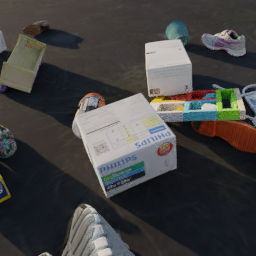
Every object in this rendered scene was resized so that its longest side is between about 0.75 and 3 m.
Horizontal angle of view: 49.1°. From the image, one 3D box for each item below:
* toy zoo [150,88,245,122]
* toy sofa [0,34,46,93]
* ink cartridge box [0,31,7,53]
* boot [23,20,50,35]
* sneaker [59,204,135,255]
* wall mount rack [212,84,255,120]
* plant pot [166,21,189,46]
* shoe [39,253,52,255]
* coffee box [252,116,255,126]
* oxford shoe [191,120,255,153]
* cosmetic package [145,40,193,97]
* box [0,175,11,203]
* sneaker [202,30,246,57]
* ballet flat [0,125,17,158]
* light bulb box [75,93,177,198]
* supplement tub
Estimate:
[{"bbox_3d":[1.740,-0.651,7.918,2.764,0.283,1.814,-1,24,17],"label":"toy zoo"},{"bbox_3d":[-3.728,-2.195,10.006,1.035,1.220,2.499,17,35,-19],"label":"toy sofa"},{"bbox_3d":[-6.221,-3.267,11.267,1.448,0.840,2.007,15,42,18],"label":"ink cartridge box"},{"bbox_3d":[-4.464,-4.917,13.647,1.405,0.493,1.027,-15,35,-19],"label":"boot"},{"bbox_3d":[-0.064,2.349,4.460,1.673,1.087,2.897,28,3,-24],"label":"sneaker"},{"bbox_3d":[3.747,-0.884,8.396,1.986,0.852,2.286,-15,38,8],"label":"wall mount rack"},{"bbox_3d":[2.216,-4.015,12.226,0.924,0.924,0.869,-9,56,-11],"label":"plant pot"},{"bbox_3d":[-1.968,2.686,4.241,2.062,0.550,0.721,-31,49,-32],"label":"shoe"},{"bbox_3d":[5.061,-0.230,5.379,2.963,2.996,2.991,6,37,-17],"label":"coffee box"},{"bbox_3d":[2.825,-0.027,7.418,2.154,0.768,0.785,25,41,28],"label":"oxford shoe"},{"bbox_3d":[1.290,-2.089,9.381,1.379,1.005,2.713,-6,30,5],"label":"cosmetic package"},{"bbox_3d":[-3.472,0.911,6.317,0.726,0.666,2.071,-29,48,-30],"label":"box"},{"bbox_3d":[4.089,-3.751,11.831,1.989,0.878,0.809,26,46,29],"label":"sneaker"},{"bbox_3d":[-3.811,-0.045,7.381,2.338,0.841,0.841,26,46,28],"label":"ballet flat"},{"bbox_3d":[-0.066,0.328,6.491,1.782,1.122,1.798,-21,43,-10],"label":"light bulb box"},{"bbox_3d":[-1.025,-0.350,7.745,0.812,0.812,1.325,2,39,2],"label":"supplement tub"}]
